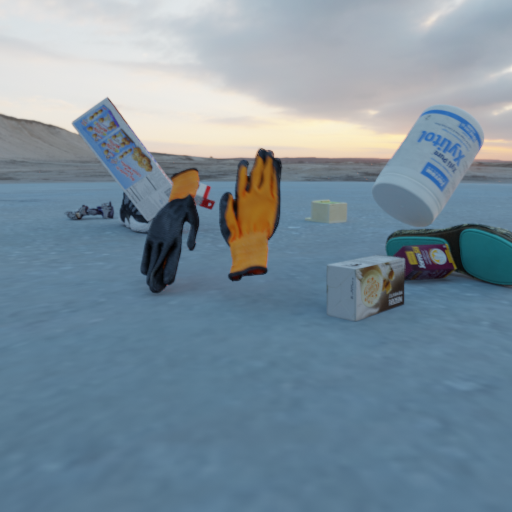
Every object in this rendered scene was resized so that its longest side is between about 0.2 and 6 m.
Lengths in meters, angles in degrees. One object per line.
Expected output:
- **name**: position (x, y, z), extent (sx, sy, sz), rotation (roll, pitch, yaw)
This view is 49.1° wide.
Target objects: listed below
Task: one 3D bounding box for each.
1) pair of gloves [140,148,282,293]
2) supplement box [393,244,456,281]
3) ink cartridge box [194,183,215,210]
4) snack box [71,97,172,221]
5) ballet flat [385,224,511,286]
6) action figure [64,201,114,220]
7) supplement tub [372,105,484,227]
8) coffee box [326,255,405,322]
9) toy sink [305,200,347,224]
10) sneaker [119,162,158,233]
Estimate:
- **pair of gloves**: position (-0.588, -0.464, 6.974), extent (2.080, 1.853, 0.257), rotation (-11, -33, 33)
- **supplement box**: position (2.335, 0.087, 7.766), extent (0.730, 0.403, 0.313), rotation (-2, -28, -19)
- **ink cartridge box**: position (-1.438, -1.489, 13.239), extent (1.017, 0.342, 0.591), rotation (20, -19, -8)
- **snack box**: position (-2.767, -2.051, 12.124), extent (0.946, 2.630, 0.320), rotation (-33, 22, 5)
- **ballet flat**: position (3.027, -0.127, 8.086), extent (0.916, 0.825, 2.432), rotation (-20, 17, -35)
- **action figure**: position (-4.883, -1.286, 16.329), extent (1.378, 0.478, 0.897), rotation (-8, 18, -23)
- **supplement tub**: position (2.710, -1.425, 8.815), extent (1.117, 1.693, 1.117), rotation (32, -15, 10)
- **coffee box**: position (1.231, 0.334, 6.232), extent (0.398, 0.571, 0.999), rotation (8, 11, 43)
- **toy sink**: position (1.939, -1.258, 15.714), extent (0.682, 0.586, 1.047), rotation (-7, 12, -35)
- **sneaker**: position (-2.680, -1.484, 13.751), extent (1.098, 1.655, 2.909), rotation (-6, 12, -31)
